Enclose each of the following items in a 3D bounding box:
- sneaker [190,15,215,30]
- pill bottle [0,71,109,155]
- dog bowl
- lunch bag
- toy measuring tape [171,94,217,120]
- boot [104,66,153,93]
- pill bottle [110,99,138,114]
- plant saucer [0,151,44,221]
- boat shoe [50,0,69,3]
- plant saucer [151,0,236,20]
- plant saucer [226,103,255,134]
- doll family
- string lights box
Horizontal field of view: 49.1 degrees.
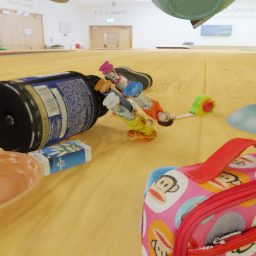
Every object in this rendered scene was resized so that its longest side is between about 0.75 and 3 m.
[{"bbox_3d":[2.444,-4.091,9.077,0.812,1.153,2.170,-38,8,-15],"label":"sneaker"},{"bbox_3d":[-1.619,-0.491,6.467,1.548,1.548,2.769,11,21,30],"label":"pill bottle"},{"bbox_3d":[0.621,0.999,3.889,0.858,0.382,1.540,2,18,7],"label":"dog bowl"},{"bbox_3d":[0.990,0.839,2.470,1.793,1.579,0.734,-9,21,-25],"label":"lunch bag"},{"bbox_3d":[2.021,-0.672,8.467,1.762,0.648,0.648,-11,21,-28],"label":"toy measuring tape"},{"bbox_3d":[-0.380,-2.073,12.245,2.444,0.946,1.690,11,27,32],"label":"boot"},{"bbox_3d":[-0.129,-0.654,8.630,0.835,0.457,0.457,-1,19,-2],"label":"pill bottle"},{"bbox_3d":[-2.299,0.908,4.157,2.037,0.381,2.037,0,20,0],"label":"plant saucer"},{"bbox_3d":[-2.378,-4.030,7.755,1.764,0.634,0.572,20,37,-4],"label":"boat shoe"},{"bbox_3d":[1.521,-3.060,6.460,2.204,0.424,2.204,6,-13,1],"label":"plant saucer"},{"bbox_3d":[3.954,-0.314,7.665,2.376,0.457,2.376,1,19,0],"label":"plant saucer"},{"bbox_3d":[0.003,-0.449,6.540,1.570,1.139,2.529,39,6,-36],"label":"doll family"},{"bbox_3d":[-1.275,0.550,5.305,1.042,0.307,0.535,-15,24,-38],"label":"string lights box"}]
